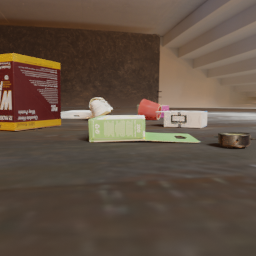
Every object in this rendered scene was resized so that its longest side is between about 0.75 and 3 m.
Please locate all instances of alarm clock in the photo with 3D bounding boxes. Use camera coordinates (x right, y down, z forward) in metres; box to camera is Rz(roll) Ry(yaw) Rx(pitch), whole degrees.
[{"bbox_3d":[1.913,0.212,5.222,0.557,0.275,0.826,-3,8,-25],"label":"alarm clock"}]

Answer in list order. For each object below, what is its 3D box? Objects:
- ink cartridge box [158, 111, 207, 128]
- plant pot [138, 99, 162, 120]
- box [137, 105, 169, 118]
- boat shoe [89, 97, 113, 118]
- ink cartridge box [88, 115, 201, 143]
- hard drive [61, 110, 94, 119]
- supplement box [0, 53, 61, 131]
[{"bbox_3d":[1.798,-0.310,9.476,1.570,0.532,0.910,3,6,27],"label":"ink cartridge box"},{"bbox_3d":[1.052,-0.793,13.073,0.890,1.005,1.005,14,10,21],"label":"plant pot"},{"bbox_3d":[1.358,-0.929,15.490,1.232,0.677,1.401,-3,7,-28],"label":"box"},{"bbox_3d":[-1.327,-0.996,12.996,0.981,0.960,2.770,-33,7,-4],"label":"boat shoe"},{"bbox_3d":[0.363,-0.012,6.458,2.286,0.548,1.663,-1,5,3],"label":"ink cartridge box"},{"bbox_3d":[-2.547,-0.751,15.304,1.770,0.358,2.683,0,6,1],"label":"hard drive"},{"bbox_3d":[-3.377,-1.090,8.978,1.438,2.166,2.136,2,6,24],"label":"supplement box"}]
